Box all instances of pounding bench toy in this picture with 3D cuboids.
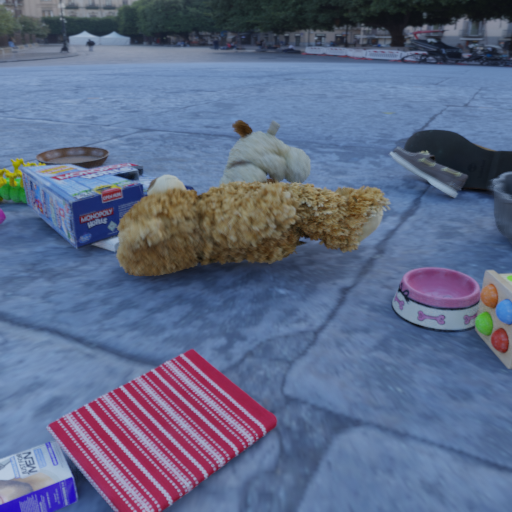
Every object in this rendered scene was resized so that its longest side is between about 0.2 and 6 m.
[{"bbox_3d":[3.170,0.598,6.745,1.081,0.861,1.386,-2,24,-4],"label":"pounding bench toy"}]

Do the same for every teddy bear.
[{"bbox_3d":[-0.065,-0.667,8.490,4.089,1.365,2.964,-3,14,10],"label":"teddy bear"}]

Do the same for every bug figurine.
[{"bbox_3d":[-5.950,-1.240,10.832,3.053,1.013,3.937,7,20,1],"label":"bug figurine"}]

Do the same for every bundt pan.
[{"bbox_3d":[5.219,-0.627,9.378,2.527,0.948,2.527,0,27,0],"label":"bundt pan"}]

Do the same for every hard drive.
[{"bbox_3d":[-2.650,-0.440,9.975,1.470,0.193,0.969,16,28,32],"label":"hard drive"}]

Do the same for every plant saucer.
[{"bbox_3d":[-4.763,-2.509,14.615,1.846,0.318,1.846,0,23,0],"label":"plant saucer"}]

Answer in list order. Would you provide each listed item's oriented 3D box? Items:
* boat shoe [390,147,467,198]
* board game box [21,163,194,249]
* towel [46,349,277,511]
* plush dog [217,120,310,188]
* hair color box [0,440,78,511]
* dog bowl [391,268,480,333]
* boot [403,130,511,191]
[{"bbox_3d":[3.775,-1.961,12.341,0.664,0.550,1.849,14,24,-51],"label":"boat shoe"},{"bbox_3d":[-2.984,-1.194,10.449,2.714,0.838,2.716,19,29,36],"label":"board game box"},{"bbox_3d":[-0.786,1.544,5.073,1.260,0.196,1.743,32,36,31],"label":"towel"},{"bbox_3d":[-0.122,-1.598,11.038,1.975,1.585,1.696,-10,47,34],"label":"plush dog"},{"bbox_3d":[-1.984,1.887,4.475,0.951,0.308,0.520,-15,28,-28],"label":"hair color box"},{"bbox_3d":[2.417,0.535,7.430,1.175,0.433,1.175,0,24,0],"label":"dog bowl"},{"bbox_3d":[5.000,-2.038,12.875,3.383,1.245,1.277,26,15,39],"label":"boot"}]
